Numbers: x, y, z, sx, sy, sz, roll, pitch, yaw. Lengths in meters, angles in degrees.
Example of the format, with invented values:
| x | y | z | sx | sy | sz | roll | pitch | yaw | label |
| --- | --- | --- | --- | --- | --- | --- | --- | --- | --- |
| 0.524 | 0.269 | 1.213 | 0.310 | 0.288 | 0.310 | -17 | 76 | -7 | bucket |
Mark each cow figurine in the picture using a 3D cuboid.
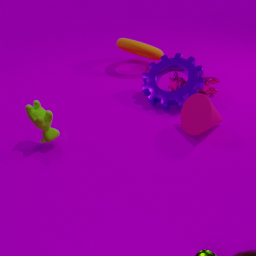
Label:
| x | y | z | sx | sy | sz | roll | pitch | yaw | label |
| --- | --- | --- | --- | --- | --- | --- | --- | --- | --- |
| -1.972 | -0.099 | 6.459 | 0.883 | 0.869 | 0.485 | 41 | 56 | 15 | cow figurine |
| 1.989 | -1.330 | 8.656 | 1.300 | 0.725 | 1.321 | 19 | 24 | 36 | cow figurine |

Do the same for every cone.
| x | y | z | sx | sy | sz | roll | pitch | yaw | label |
| --- | --- | --- | --- | --- | --- | --- | --- | --- | --- |
| 2.078 | -0.270 | 7.133 | 1.049 | 1.045 | 1.045 | 9 | 27 | -32 | cone |

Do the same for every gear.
| x | y | z | sx | sy | sz | roll | pitch | yaw | label |
| --- | --- | --- | --- | --- | --- | --- | --- | --- | --- |
| 1.308 | -1.383 | 8.239 | 1.800 | 0.333 | 1.800 | -7 | 61 | 14 | gear |

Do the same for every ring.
| x | y | z | sx | sy | sz | roll | pitch | yaw | label |
| --- | --- | --- | --- | --- | --- | --- | --- | --- | --- |
| 0.440 | -2.891 | 10.318 | 1.787 | 0.357 | 1.787 | 16 | 11 | -3 | ring |

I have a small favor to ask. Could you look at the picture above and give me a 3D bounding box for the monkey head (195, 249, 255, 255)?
| x | y | z | sx | sy | sz | roll | pitch | yaw | label |
| --- | --- | --- | --- | --- | --- | --- | --- | --- | --- |
| 1.512 | 2.008 | 3.117 | 1.670 | 1.201 | 1.006 | 25 | 3 | 30 | monkey head |
